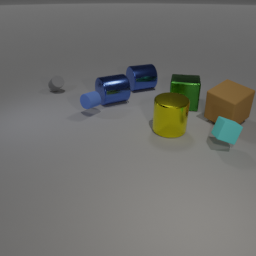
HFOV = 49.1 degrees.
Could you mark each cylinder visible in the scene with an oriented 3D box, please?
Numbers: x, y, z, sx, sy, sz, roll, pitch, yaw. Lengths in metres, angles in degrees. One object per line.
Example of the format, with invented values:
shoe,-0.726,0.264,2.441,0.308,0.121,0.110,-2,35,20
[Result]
cylinder,-1.705,-1.272,12.762,0.700,0.700,0.700,20,28,33
cylinder,-0.782,-1.958,14.186,1.400,1.400,1.400,-14,30,-24
cylinder,-3.988,-2.470,15.554,0.700,0.700,0.700,-21,-2,-34
cylinder,1.728,-0.538,11.379,1.400,1.400,1.400,0,32,0
cylinder,0.766,-2.885,15.973,1.400,1.400,1.400,-11,29,-20

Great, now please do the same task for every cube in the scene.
cube,3.548,0.081,10.085,0.700,0.700,0.700,18,16,-8
cube,4.299,-1.010,11.974,1.400,1.400,1.400,-30,45,-26
cube,2.796,-1.771,13.846,1.400,1.400,1.400,5,28,10
